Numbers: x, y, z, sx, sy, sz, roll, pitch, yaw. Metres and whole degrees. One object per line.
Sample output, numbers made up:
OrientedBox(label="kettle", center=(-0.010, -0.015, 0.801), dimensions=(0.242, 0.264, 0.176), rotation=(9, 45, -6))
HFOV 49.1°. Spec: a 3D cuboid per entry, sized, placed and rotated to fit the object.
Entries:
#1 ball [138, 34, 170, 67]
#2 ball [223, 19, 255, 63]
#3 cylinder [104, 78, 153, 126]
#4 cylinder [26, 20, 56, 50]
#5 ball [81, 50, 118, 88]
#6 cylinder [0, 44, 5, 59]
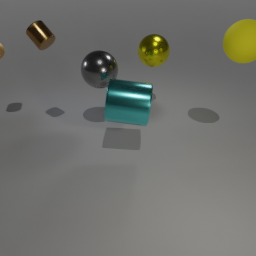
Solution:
OrientedBox(label="ball", center=(1.117, -3.349, 12.165), dimensions=(1.400, 1.400, 1.400), rotation=(0, 29, 0))
OrientedBox(label="ball", center=(3.899, -2.875, 9.325), dimensions=(1.400, 1.400, 1.400), rotation=(0, 29, 0))
OrientedBox(label="cylinder", center=(0.019, -0.834, 9.157), dimensions=(1.400, 1.400, 1.400), rotation=(8, 30, 0))
OrientedBox(label="cylinder", center=(-2.934, -3.113, 9.436), dimensions=(0.700, 0.700, 0.700), rotation=(50, 40, -2))
OrientedBox(label="ball", center=(-1.066, -2.189, 10.508), dimensions=(1.400, 1.400, 1.400), rotation=(0, 29, 0))
OrientedBox(label="cylinder", center=(-5.110, -2.926, 10.598), dimensions=(0.700, 0.700, 0.700), rotation=(-6, 17, -11))
